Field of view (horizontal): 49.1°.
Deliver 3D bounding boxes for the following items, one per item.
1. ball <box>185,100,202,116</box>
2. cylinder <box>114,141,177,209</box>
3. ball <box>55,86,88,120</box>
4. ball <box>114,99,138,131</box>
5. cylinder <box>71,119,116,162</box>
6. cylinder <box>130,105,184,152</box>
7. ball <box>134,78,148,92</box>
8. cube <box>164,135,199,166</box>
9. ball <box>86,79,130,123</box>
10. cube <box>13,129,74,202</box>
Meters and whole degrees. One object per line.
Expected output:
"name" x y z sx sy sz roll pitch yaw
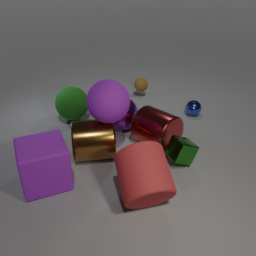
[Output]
"ball" 2.907 -0.884 12.427 0.700 0.700 0.700 0 30 0
"cylinder" 0.440 1.276 7.540 1.400 1.400 1.400 -8 61 -13
"ball" -2.340 -1.036 11.750 1.400 1.400 1.400 0 30 0
"ball" -0.287 -0.584 11.270 1.400 1.400 1.400 0 30 0
"cylinder" -1.173 0.401 9.539 1.400 1.400 1.400 -5 31 -8
"cylinder" 1.049 0.040 10.136 1.400 1.400 1.400 26 39 37
"ball" 0.662 -2.184 14.137 0.700 0.700 0.700 0 30 0
"cube" 1.762 0.727 9.217 0.700 0.700 0.700 12 20 -29
"ball" -0.628 -0.850 8.933 1.400 1.400 1.400 0 30 0
"cube" -2.522 1.072 8.372 1.400 1.400 1.400 -12 33 -20
